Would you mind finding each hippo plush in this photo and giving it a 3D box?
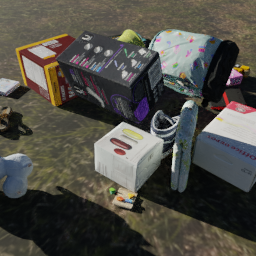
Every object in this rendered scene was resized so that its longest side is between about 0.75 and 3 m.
[{"bbox_3d":[-3.914,1.287,8.628,1.772,2.204,1.755,10,-11,-27],"label":"hippo plush"}]

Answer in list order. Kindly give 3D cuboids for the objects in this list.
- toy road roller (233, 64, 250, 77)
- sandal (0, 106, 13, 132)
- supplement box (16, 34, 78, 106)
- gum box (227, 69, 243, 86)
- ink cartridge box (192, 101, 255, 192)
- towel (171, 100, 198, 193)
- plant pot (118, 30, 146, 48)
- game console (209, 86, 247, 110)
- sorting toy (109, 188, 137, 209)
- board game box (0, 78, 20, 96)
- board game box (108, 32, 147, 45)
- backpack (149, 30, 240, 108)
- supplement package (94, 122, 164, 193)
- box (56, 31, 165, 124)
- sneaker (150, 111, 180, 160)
[{"bbox_3d":[5.832,-2.878,14.560,0.863,0.531,0.630,21,55,32],"label":"toy road roller"},{"bbox_3d":[-5.187,-0.457,11.543,0.710,0.474,1.738,-2,39,-3],"label":"sandal"},{"bbox_3d":[-3.200,-2.894,13.432,2.823,1.901,2.862,-31,48,-33],"label":"supplement box"},{"bbox_3d":[5.056,-2.700,14.326,0.840,0.490,1.480,-14,41,-18],"label":"gum box"},{"bbox_3d":[3.895,0.482,9.745,2.153,1.249,2.917,28,49,31],"label":"ink cartridge box"},{"bbox_3d":[1.778,0.593,8.792,0.556,2.311,1.978,7,41,13],"label":"towel"},{"bbox_3d":[-0.368,-3.770,14.703,1.917,2.085,2.085,-34,49,-20],"label":"plant pot"},{"bbox_3d":[4.497,-1.379,12.919,1.588,0.279,1.796,-1,38,7],"label":"game console"},{"bbox_3d":[-0.215,2.103,8.594,0.890,0.131,0.658,12,36,13],"label":"sorting toy"},{"bbox_3d":[-6.040,-2.016,13.687,1.054,0.230,1.060,13,41,16],"label":"board game box"},{"bbox_3d":[-0.259,-5.583,18.050,2.520,0.355,1.704,-15,41,-18],"label":"board game box"},{"bbox_3d":[1.898,-2.067,8.802,2.566,1.624,2.142,22,83,27],"label":"backpack"},{"bbox_3d":[0.027,0.900,9.216,1.651,1.214,1.579,24,42,26],"label":"supplement package"},{"bbox_3d":[-0.451,-1.487,7.997,2.622,1.603,1.390,25,65,27],"label":"box"},{"bbox_3d":[1.714,-0.139,10.298,0.986,1.526,2.814,26,45,28],"label":"sneaker"}]
